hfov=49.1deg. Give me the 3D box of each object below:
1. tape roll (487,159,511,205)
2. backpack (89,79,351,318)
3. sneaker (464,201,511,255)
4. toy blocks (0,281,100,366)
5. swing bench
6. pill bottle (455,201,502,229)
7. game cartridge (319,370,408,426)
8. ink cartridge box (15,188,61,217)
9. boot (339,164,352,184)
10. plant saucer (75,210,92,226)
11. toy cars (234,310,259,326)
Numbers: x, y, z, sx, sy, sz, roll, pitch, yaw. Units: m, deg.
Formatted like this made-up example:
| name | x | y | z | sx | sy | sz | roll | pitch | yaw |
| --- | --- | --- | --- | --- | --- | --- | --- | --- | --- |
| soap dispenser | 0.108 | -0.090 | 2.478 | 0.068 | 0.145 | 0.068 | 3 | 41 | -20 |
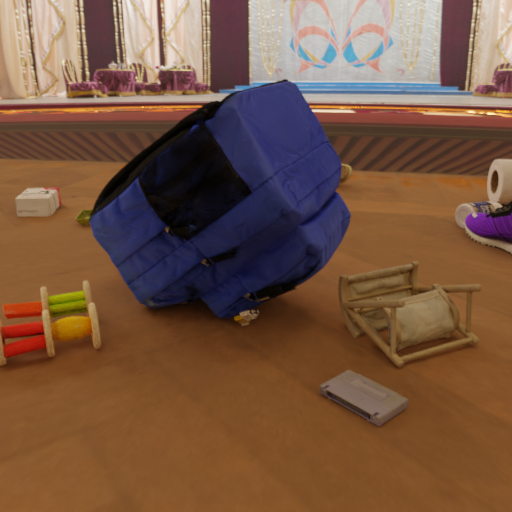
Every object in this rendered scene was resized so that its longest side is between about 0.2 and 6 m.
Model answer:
| name | x | y | z | sx | sy | sz | roll | pitch | yaw |
| --- | --- | --- | --- | --- | --- | --- | --- | --- | --- |
| tape roll | 7.221 | -2.090 | 15.917 | 0.890 | 1.296 | 1.296 | 1 | 20 | 4 |
| backpack | -0.681 | -0.622 | 9.227 | 3.793 | 3.183 | 3.082 | -28 | 2 | 30 |
| sneaker | 5.634 | -0.774 | 12.185 | 0.916 | 1.310 | 2.633 | -7 | 22 | -18 |
| toy blocks | -3.342 | 0.980 | 8.196 | 1.896 | 0.688 | 1.580 | -8 | 21 | -20 |
| swing bench | 2.254 | 0.791 | 8.394 | 1.500 | 0.978 | 1.508 | -9 | 16 | -23 |
| pill bottle | 5.591 | -1.035 | 13.952 | 1.126 | 0.625 | 0.625 | -9 | 21 | -24 |
| game cartridge | 1.319 | 1.731 | 6.892 | 0.603 | 0.179 | 0.930 | -12 | 22 | -40 |
| ink cartridge box | -5.963 | -1.483 | 15.368 | 0.899 | 0.516 | 1.238 | -2 | 20 | -6 |
| boot | 2.005 | -2.868 | 18.298 | 1.484 | 0.692 | 1.920 | 15 | -1 | -43 |
| plant saucer | -4.099 | -0.977 | 14.401 | 0.908 | 0.217 | 0.907 | -1 | 20 | -5 |
| toy cars | -0.140 | 0.965 | 8.652 | 0.344 | 0.170 | 0.767 | -10 | -12 | -17 |
